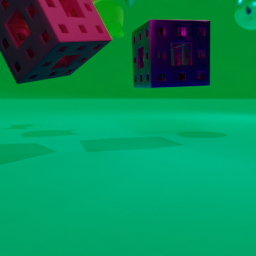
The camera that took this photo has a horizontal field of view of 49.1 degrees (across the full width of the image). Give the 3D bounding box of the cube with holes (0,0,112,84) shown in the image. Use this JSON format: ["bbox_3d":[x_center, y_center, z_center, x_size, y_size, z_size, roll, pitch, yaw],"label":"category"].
[{"bbox_3d":[-1.303,-1.633,4.615,1.229,1.229,1.229,-28,-1,37],"label":"cube with holes"}]

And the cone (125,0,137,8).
[{"bbox_3d":[0.325,-3.774,7.095,1.055,1.051,1.051,-24,6,2],"label":"cone"}]

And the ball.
[{"bbox_3d":[3.136,-2.980,6.906,1.070,1.070,1.070,0,6,0],"label":"ball"}]

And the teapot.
[{"bbox_3d":[-0.627,-2.701,7.139,1.078,0.849,1.734,-24,-14,28],"label":"teapot"}]

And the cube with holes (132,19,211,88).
[{"bbox_3d":[0.802,-1.398,5.537,1.164,1.164,1.164,-5,9,-14],"label":"cube with holes"}]

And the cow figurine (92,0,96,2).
[{"bbox_3d":[-1.407,-3.897,8.681,1.175,0.645,1.156,7,1,44],"label":"cow figurine"}]
